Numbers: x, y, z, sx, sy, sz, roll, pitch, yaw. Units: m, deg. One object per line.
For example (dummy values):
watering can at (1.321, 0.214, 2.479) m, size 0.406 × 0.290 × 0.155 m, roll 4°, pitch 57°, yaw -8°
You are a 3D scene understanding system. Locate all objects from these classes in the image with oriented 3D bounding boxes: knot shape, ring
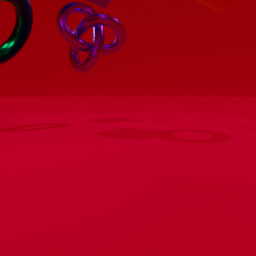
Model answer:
knot shape at (-1.156, -2.626, 7.702) m, size 1.917 × 1.794 × 0.886 m, roll -33°, pitch 9°, yaw 17°
ring at (0.825, -2.354, 4.314) m, size 1.842 × 0.368 × 1.842 m, roll 24°, pitch 27°, yaw -13°
ring at (-2.849, -2.180, 6.045) m, size 0.390 × 1.948 × 1.948 m, roll 36°, pitch 17°, yaw 12°

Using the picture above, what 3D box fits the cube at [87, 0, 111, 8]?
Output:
cube at (-0.565, -2.792, 4.350) m, size 1.062 × 1.062 × 1.062 m, roll 24°, pitch -21°, yaw 0°
